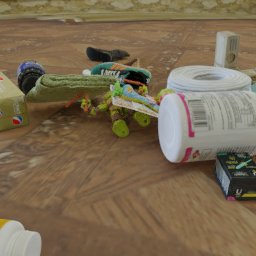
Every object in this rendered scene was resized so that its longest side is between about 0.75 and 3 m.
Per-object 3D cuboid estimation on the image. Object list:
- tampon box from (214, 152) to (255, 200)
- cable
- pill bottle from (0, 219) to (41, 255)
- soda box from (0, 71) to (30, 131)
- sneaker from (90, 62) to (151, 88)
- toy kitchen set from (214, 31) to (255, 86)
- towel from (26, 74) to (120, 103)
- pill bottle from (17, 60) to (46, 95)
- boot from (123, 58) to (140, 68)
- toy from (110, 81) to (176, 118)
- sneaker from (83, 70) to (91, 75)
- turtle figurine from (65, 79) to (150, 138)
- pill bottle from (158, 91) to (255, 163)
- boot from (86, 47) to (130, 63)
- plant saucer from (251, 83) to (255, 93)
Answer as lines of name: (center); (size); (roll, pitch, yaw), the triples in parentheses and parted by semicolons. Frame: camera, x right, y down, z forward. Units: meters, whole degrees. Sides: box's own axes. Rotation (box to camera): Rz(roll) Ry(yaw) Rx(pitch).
tampon box: (2.129, 0.923, 5.439); (0.642, 0.541, 0.857); (0, 27, 0)
cable: (2.672, -1.363, 9.323); (2.738, 0.948, 2.738); (0, 26, 7)
pill bottle: (-1.956, 1.623, 3.804); (1.407, 0.769, 0.769); (4, 27, 8)
soda box: (-3.995, -0.915, 8.642); (0.993, 0.938, 2.931); (-17, 31, -30)
sneaker: (-0.335, -2.023, 10.894); (2.455, 0.876, 0.981); (5, 23, 7)
toy kitchen set: (4.613, -2.345, 10.153); (2.332, 2.104, 1.903); (-7, 28, -4)
towel: (-1.701, -1.214, 8.610); (2.519, 0.460, 1.869); (-9, -5, -33)
pill bottle: (-3.475, -1.766, 10.205); (1.048, 1.048, 1.873); (-9, 28, -18)
boot: (-0.093, -2.899, 12.995); (1.244, 0.541, 1.495); (0, 30, -3)
toy: (0.982, -0.703, 7.514); (2.882, 0.680, 1.659); (14, 22, -12)
sneaker: (-1.821, -2.342, 12.194); (0.765, 0.282, 0.442); (24, 32, 36)
turtle figurine: (-0.386, -0.527, 8.030); (2.551, 0.822, 2.057); (-15, 35, -17)
pill bottle: (2.144, -0.067, 6.300); (2.665, 1.510, 1.510); (-3, 27, -11)
boot: (-1.086, -4.023, 15.222); (1.955, 0.677, 1.702); (25, 33, 26)
plant saucer: (4.506, -1.102, 8.676); (2.371, 0.457, 2.371); (-35, 10, 7)
